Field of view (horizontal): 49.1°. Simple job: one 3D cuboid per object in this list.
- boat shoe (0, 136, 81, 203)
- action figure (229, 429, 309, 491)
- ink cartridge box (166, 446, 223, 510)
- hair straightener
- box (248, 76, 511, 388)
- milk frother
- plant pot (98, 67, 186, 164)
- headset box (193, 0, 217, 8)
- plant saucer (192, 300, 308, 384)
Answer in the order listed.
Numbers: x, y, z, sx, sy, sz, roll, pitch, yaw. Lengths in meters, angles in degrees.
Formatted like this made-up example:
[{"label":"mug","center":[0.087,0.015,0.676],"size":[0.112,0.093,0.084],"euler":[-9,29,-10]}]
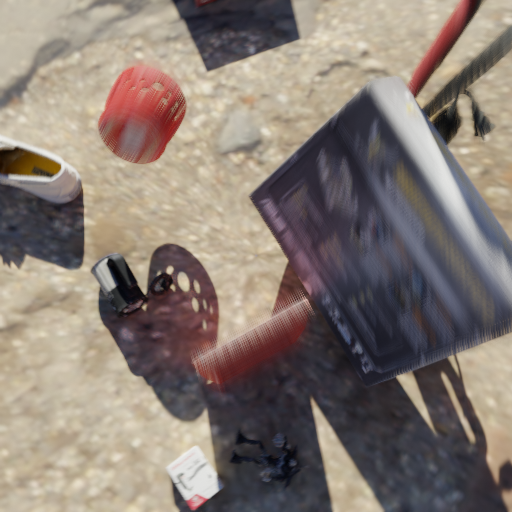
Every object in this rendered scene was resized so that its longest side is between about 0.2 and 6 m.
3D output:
[{"label":"boat shoe","center":[-4.678,-1.777,10.309],"size":[2.845,0.993,1.009],"euler":[20,73,6]},{"label":"action figure","center":[0.237,3.229,8.891],"size":[1.264,0.645,0.751],"euler":[15,62,7]},{"label":"ink cartridge box","center":[-0.980,3.534,8.941],"size":[0.573,0.324,0.781],"euler":[-36,76,-10]},{"label":"hair straightener","center":[2.670,-2.017,8.178],"size":[1.420,3.691,0.755],"euler":[43,59,6]},{"label":"box","center":[1.896,-0.219,8.465],"size":[0.917,3.006,3.796],"euler":[-25,80,-45]},{"label":"milk frother","center":[-2.162,0.392,9.842],"size":[1.045,0.943,0.983],"euler":[-16,67,-51]},{"label":"plant pot","center":[-1.903,-2.241,9.130],"size":[1.258,1.258,1.145],"euler":[14,52,5]},{"label":"headset box","center":[-0.744,-6.519,11.883],"size":[2.402,0.928,1.787],"euler":[-23,73,-6]},{"label":"plant saucer","center":[-0.025,1.441,8.709],"size":[1.874,1.871,0.344],"euler":[-27,76,-9]}]
